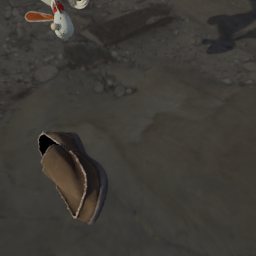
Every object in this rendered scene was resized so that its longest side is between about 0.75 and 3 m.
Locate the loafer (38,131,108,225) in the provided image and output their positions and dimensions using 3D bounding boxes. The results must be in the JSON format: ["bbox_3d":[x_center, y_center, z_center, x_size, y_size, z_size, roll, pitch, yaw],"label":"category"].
[{"bbox_3d":[-0.911,0.632,4.014,0.701,0.722,1.976,13,15,-32],"label":"loafer"}]

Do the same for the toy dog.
[{"bbox_3d":[-2.318,-3.617,7.441,2.397,1.581,1.154,48,35,15],"label":"toy dog"}]
